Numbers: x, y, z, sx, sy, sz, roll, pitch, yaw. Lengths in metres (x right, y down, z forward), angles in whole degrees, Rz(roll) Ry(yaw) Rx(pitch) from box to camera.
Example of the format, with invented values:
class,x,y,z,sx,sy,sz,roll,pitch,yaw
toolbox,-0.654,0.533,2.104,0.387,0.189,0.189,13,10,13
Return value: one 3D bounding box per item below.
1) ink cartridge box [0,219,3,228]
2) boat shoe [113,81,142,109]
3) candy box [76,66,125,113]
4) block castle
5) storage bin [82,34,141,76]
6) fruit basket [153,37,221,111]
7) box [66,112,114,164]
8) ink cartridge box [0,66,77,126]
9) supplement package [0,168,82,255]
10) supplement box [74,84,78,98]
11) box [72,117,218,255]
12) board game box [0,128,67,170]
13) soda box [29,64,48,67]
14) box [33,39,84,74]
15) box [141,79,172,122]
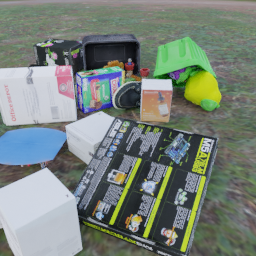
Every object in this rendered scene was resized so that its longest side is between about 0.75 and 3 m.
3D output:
class,x,y,z,sx,sy,sz,roll,pitch,yaw
ink cartridge box,-2.937,1.832,6.092,0.928,0.384,0.680,11,19,-42
boat shoe,0.588,-1.343,11.151,0.901,1.016,2.718,12,22,42
candy box,-1.049,-1.511,10.933,1.768,1.495,0.681,-17,38,-26
block castle,-0.315,-2.365,12.751,2.339,1.097,1.563,-23,38,-33
storage bin,-0.850,-3.585,14.027,2.773,1.875,1.300,-5,32,-7
fruit basket,2.528,-1.924,11.323,2.157,2.990,2.990,-10,23,31
box,-0.879,0.329,8.417,1.420,0.928,1.413,-26,39,-36
ink cartridge box,-3.197,-1.158,9.991,2.539,1.849,1.077,-5,34,-9
supplement package,-1.699,1.822,5.387,1.129,1.488,1.121,-24,38,-34
supplement box,-1.721,-1.597,11.984,0.844,0.567,0.845,26,40,36
box,0.395,1.162,6.444,2.745,0.675,2.842,14,55,19
board game box,-2.928,0.669,8.285,1.983,0.489,2.510,4,21,2
soda box,-4.409,-2.134,12.670,0.864,0.774,2.443,5,32,6
box,-3.559,-3.854,14.937,2.228,1.385,1.655,11,33,17
box,0.992,-0.979,10.054,1.052,1.382,0.735,2,40,3
